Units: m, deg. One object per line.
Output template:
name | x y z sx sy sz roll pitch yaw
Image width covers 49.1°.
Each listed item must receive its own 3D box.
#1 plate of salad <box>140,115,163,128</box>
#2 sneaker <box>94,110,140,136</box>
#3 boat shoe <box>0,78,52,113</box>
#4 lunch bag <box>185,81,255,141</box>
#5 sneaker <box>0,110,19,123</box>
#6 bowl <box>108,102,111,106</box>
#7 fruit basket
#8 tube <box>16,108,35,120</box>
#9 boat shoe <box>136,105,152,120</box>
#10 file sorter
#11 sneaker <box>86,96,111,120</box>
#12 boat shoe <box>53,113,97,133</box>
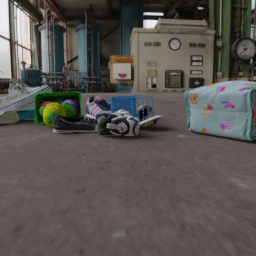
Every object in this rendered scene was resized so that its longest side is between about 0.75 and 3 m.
plate of salad | 0.756 -0.179 9.770 1.108 0.266 1.108 -22 -3 -1
sneaker | -0.532 -0.192 8.673 1.207 0.741 1.855 5 16 -23
boat shoe | -4.551 -1.469 11.574 2.888 1.231 1.067 -17 13 20
lunch bag | 3.536 -0.653 8.743 2.769 1.688 2.359 -13 14 -36
sneaker | -4.979 -0.381 10.959 0.602 0.512 1.360 -8 3 39
bowl | -1.141 -1.234 16.195 0.766 0.401 0.766 -13 10 2
fruit basket | -2.648 -0.676 10.445 1.927 1.390 1.927 -2 -7 0
tube | -4.842 -0.495 11.894 1.844 0.465 0.714 -11 0 -25
boat shoe | 0.641 -0.665 12.346 0.493 0.596 1.658 12 18 34
file sorter | 0.191 -0.675 10.510 0.946 1.070 1.542 2 9 35
sneaker | -1.146 -0.879 12.107 0.875 1.023 2.494 -7 10 -36
boat shoe | -1.472 -0.178 9.117 1.882 0.590 0.684 -3 10 -21
